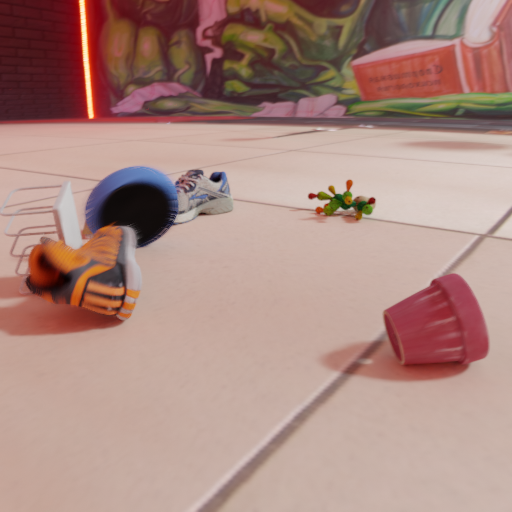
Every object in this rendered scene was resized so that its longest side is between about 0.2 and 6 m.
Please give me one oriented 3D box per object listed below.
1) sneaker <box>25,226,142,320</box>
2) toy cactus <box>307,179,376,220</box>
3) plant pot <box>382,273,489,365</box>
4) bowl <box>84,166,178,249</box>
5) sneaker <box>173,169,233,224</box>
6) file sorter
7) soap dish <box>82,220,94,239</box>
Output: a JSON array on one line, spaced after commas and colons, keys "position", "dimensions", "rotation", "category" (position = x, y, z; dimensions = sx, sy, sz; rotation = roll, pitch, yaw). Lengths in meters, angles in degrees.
[{"position": [-2.734, 0.009, 8.772], "dimensions": [1.514, 1.048, 2.702], "rotation": [16, 12, -25], "category": "sneaker"}, {"position": [2.441, -1.442, 14.502], "dimensions": [1.612, 0.999, 1.953], "rotation": [-2, 7, -38], "category": "toy cactus"}, {"position": [2.176, 0.877, 6.984], "dimensions": [0.999, 1.116, 1.116], "rotation": [-16, 19, 0], "category": "plant pot"}, {"position": [-2.439, -0.897, 11.215], "dimensions": [1.896, 1.896, 0.372], "rotation": [-10, 46, -28], "category": "bowl"}, {"position": [-1.775, -1.582, 14.176], "dimensions": [1.091, 1.206, 2.830], "rotation": [15, 24, 39], "category": "sneaker"}, {"position": [-3.514, -0.280, 9.288], "dimensions": [0.978, 1.570, 1.090], "rotation": [-4, 31, -7], "category": "file sorter"}, {"position": [-3.361, -0.728, 12.745], "dimensions": [1.129, 0.459, 0.889], "rotation": [-3, 18, -13], "category": "soap dish"}]
